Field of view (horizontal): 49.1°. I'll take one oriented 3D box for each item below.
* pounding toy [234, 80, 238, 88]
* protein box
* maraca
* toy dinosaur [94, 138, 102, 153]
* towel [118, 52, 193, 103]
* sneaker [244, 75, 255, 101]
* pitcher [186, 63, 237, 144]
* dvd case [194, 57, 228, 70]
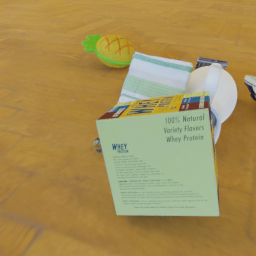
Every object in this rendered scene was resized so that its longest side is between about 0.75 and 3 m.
[{"bbox_3d":[3.510,-1.531,10.762,1.497,0.685,1.316,-7,30,-32],"label":"pounding toy"},{"bbox_3d":[0.702,0.497,5.613,2.015,2.030,1.369,-6,18,18],"label":"protein box"},{"bbox_3d":[-0.869,-3.735,13.284,2.628,1.406,1.802,21,46,1],"label":"maraca"},{"bbox_3d":[-0.567,0.461,7.695,1.199,0.285,0.529,-4,50,31],"label":"toy dinosaur"},{"bbox_3d":[0.567,-0.794,8.022,1.942,2.603,0.400,20,1,30],"label":"towel"},{"bbox_3d":[4.664,-0.975,9.419,0.964,0.976,2.458,4,29,-21],"label":"sneaker"},{"bbox_3d":[2.344,-1.005,8.154,1.748,2.474,2.883,20,38,12],"label":"pitcher"},{"bbox_3d":[3.277,-2.342,11.395,1.131,1.521,0.121,11,72,5],"label":"dvd case"}]
